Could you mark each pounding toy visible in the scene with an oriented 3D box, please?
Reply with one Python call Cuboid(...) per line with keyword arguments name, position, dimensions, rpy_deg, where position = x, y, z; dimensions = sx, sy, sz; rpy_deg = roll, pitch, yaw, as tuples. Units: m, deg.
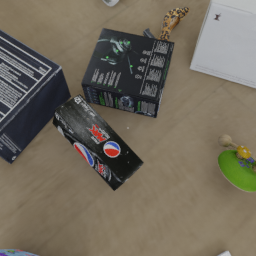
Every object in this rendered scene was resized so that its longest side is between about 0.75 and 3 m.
Cuboid(name="pounding toy", position=(2.889, 0.734, 6.868), dimensions=(1.201, 0.722, 1.556), rpy_deg=(23, 39, -10))

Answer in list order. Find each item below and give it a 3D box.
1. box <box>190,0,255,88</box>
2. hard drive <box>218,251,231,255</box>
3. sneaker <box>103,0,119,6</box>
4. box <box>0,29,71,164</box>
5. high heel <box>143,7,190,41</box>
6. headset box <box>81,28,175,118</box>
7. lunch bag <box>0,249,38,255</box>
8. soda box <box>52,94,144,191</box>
Cuboid(name="box", position=(3.377, -2.681, 7.806), dimensions=(2.588, 2.602, 1.700), rpy_deg=(19, 66, 8))
Cuboid(name="hard drive", position=(2.237, 3.839, 6.299), dimensions=(1.100, 0.211, 1.667), rpy_deg=(-23, 69, -10))
Cuboid(name="sneaker", position=(-0.826, -5.397, 10.011), dimensions=(1.167, 0.915, 2.348), rpy_deg=(-34, 80, -21))
Cuboid(name="box", position=(-3.451, -0.937, 7.570), dimensions=(2.660, 1.639, 2.638), rpy_deg=(33, 71, 13))
Cuboid(name="high heel", position=(1.495, -3.102, 9.026), dimensions=(1.752, 0.626, 1.249), rpy_deg=(-33, 64, 3))
Cuboid(name="headset box", position=(-0.043, -1.617, 8.167), dimensions=(2.350, 1.090, 2.046), rpy_deg=(13, 68, 6))
Cuboid(name="lunch bag", position=(-1.771, 3.147, 5.854), dimensions=(2.095, 1.577, 0.985), rpy_deg=(4, 67, 2))
Cuboid(name="soda box", position=(-0.750, 0.338, 6.651), dimensions=(2.293, 0.726, 0.811), rpy_deg=(46, 57, 8))
